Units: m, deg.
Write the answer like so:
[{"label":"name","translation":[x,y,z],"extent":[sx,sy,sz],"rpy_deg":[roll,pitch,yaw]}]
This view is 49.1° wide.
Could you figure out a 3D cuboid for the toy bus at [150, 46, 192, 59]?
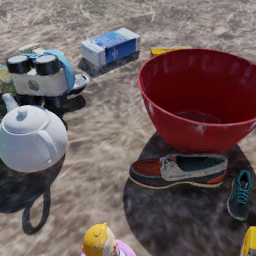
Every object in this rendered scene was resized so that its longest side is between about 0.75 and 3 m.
[{"label":"toy bus","translation":[1.641,-2.362,9.379],"extent":[1.733,0.564,0.679],"rpy_deg":[-3,42,-2]}]

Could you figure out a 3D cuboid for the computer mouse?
[{"label":"computer mouse","translation":[-1.960,-0.965,7.986],"extent":[1.910,0.419,1.047],"rpy_deg":[-24,43,-16]}]

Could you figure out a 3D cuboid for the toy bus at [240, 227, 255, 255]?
[{"label":"toy bus","translation":[1.891,2.450,3.912],"extent":[0.677,0.814,2.080],"rpy_deg":[17,45,15]}]

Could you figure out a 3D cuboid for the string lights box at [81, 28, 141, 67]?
[{"label":"string lights box","translation":[-0.584,-2.911,9.957],"extent":[1.944,0.573,0.999],"rpy_deg":[-30,50,-29]}]

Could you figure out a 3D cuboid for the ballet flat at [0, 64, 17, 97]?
[{"label":"ballet flat","translation":[-4.127,-1.610,8.368],"extent":[2.725,0.963,0.963],"rpy_deg":[29,50,28]}]

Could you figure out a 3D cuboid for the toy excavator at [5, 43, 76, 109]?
[{"label":"toy excavator","translation":[-2.396,-1.709,7.860],"extent":[2.419,1.243,2.488],"rpy_deg":[5,35,16]}]

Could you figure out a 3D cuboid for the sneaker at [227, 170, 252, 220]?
[{"label":"sneaker","translation":[2.201,1.258,5.461],"extent":[0.420,0.494,1.083],"rpy_deg":[11,44,12]}]

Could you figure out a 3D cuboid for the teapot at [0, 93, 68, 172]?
[{"label":"teapot","translation":[-2.155,0.086,6.196],"extent":[1.687,1.232,1.665],"rpy_deg":[4,43,3]}]

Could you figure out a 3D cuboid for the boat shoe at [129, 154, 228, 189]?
[{"label":"boat shoe","translation":[1.022,0.830,5.833],"extent":[2.024,0.633,0.720],"rpy_deg":[2,44,4]}]

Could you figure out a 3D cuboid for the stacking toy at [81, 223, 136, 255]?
[{"label":"stacking toy","translation":[-0.263,1.864,3.509],"extent":[1.217,2.218,1.287],"rpy_deg":[7,41,8]}]

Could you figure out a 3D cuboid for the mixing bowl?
[{"label":"mixing bowl","translation":[1.664,-0.474,6.535],"extent":[2.957,1.602,2.957],"rpy_deg":[0,43,0]}]
